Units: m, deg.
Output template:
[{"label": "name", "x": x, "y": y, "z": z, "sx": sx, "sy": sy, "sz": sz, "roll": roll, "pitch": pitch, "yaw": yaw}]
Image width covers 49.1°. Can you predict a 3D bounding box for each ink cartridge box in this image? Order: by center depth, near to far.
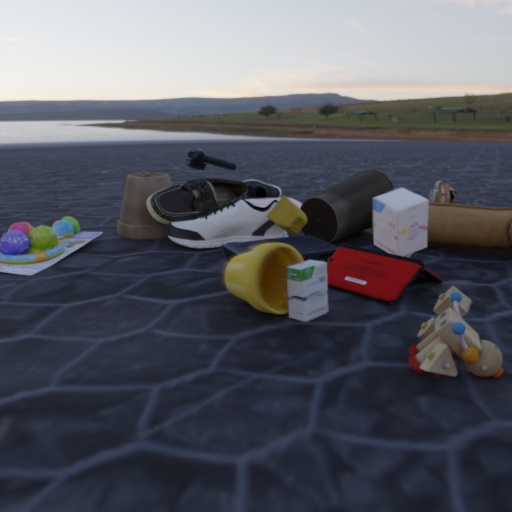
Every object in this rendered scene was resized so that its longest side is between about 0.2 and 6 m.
[{"label": "ink cartridge box", "x": 0.727, "y": 0.487, "z": 7.930, "sx": 0.315, "sy": 0.758, "sz": 0.556, "roll": 8, "pitch": 16, "yaw": 44}, {"label": "ink cartridge box", "x": 2.390, "y": -0.491, "z": 9.305, "sx": 0.636, "sy": 1.015, "sz": 0.653, "roll": -21, "pitch": 33, "yaw": -19}]

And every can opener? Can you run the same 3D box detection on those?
[{"label": "can opener", "x": -1.075, "y": -2.287, "z": 13.625, "sx": 1.240, "sy": 0.488, "sz": 0.393, "roll": 9, "pitch": 18, "yaw": -17}]

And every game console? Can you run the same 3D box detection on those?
[{"label": "game console", "x": 2.050, "y": 0.413, "z": 9.373, "sx": 1.590, "sy": 0.944, "sz": 1.371, "roll": 14, "pitch": 52, "yaw": 44}]

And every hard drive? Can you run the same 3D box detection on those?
[{"label": "hard drive", "x": 0.458, "y": -0.024, "z": 10.470, "sx": 1.949, "sy": 0.412, "sz": 1.315, "roll": -7, "pitch": 17, "yaw": -24}]

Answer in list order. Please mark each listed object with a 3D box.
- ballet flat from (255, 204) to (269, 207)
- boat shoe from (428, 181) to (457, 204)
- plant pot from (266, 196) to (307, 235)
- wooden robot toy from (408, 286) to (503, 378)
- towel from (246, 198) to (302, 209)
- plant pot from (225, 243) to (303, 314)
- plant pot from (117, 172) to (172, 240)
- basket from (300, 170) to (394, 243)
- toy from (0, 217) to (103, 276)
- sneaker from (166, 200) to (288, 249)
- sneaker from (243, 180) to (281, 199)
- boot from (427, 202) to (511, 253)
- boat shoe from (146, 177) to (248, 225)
[{"label": "ballet flat", "x": -0.340, "y": -0.884, "z": 13.215, "sx": 2.047, "sy": 0.654, "sz": 0.774, "roll": -10, "pitch": 17, "yaw": -32}, {"label": "boat shoe", "x": 5.462, "y": -1.691, "z": 16.275, "sx": 0.683, "sy": 0.720, "sz": 1.902, "roll": 11, "pitch": 27, "yaw": 23}, {"label": "plant pot", "x": 0.677, "y": -0.744, "z": 11.131, "sx": 0.563, "sy": 0.559, "sz": 0.576, "roll": 34, "pitch": 8, "yaw": -45}, {"label": "wooden robot toy", "x": 2.325, "y": 1.079, "z": 6.345, "sx": 0.876, "sy": 0.851, "sz": 1.931, "roll": 39, "pitch": 23, "yaw": 6}, {"label": "towel", "x": 0.224, "y": -1.228, "z": 15.018, "sx": 2.280, "sy": 0.385, "sz": 2.387, "roll": -3, "pitch": 16, "yaw": -11}, {"label": "plant pot", "x": 0.069, "y": 0.312, "z": 8.251, "sx": 1.007, "sy": 1.007, "sz": 0.947, "roll": -12, "pitch": 9, "yaw": -38}, {"label": "plant pot", "x": -2.482, "y": -1.207, "z": 13.046, "sx": 1.586, "sy": 1.376, "sz": 1.586, "roll": 0, "pitch": 16, "yaw": 0}, {"label": "basket", "x": 1.932, "y": -1.020, "z": 12.480, "sx": 1.880, "sy": 1.279, "sz": 1.695, "roll": -24, "pitch": -12, "yaw": -44}, {"label": "toy", "x": -4.449, "y": -0.348, "z": 11.227, "sx": 1.599, "sy": 0.656, "sz": 2.777, "roll": 3, "pitch": 15, "yaw": 12}, {"label": "sneaker", "x": -0.614, "y": -0.713, "z": 11.892, "sx": 2.609, "sy": 1.044, "sz": 0.962, "roll": -2, "pitch": 17, "yaw": -2}, {"label": "sneaker", "x": -0.069, "y": -2.093, "z": 17.812, "sx": 1.610, "sy": 0.569, "sz": 0.798, "roll": 14, "pitch": 15, "yaw": 30}, {"label": "boot", "x": 4.260, "y": -0.487, "z": 10.987, "sx": 3.534, "sy": 1.169, "sz": 3.095, "roll": 8, "pitch": 4, "yaw": 23}, {"label": "boat shoe", "x": -1.265, "y": -1.363, "z": 12.655, "sx": 0.875, "sy": 0.989, "sz": 2.701, "roll": -36, "pitch": -10, "yaw": 40}]
